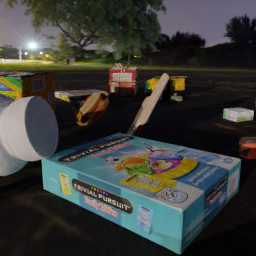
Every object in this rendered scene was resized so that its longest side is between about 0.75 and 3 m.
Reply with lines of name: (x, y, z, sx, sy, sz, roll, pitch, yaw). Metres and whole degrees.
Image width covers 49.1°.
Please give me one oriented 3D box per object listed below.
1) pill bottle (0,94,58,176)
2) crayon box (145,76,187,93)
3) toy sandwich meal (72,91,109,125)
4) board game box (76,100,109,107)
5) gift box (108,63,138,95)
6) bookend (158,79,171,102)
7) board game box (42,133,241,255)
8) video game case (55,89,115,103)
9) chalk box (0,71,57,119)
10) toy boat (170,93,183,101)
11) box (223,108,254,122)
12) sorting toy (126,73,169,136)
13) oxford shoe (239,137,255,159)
pill bottle: (-2.694, 0.194, 5.095, 2.629, 1.476, 1.476, -9, 12, 13)
crayon box: (2.225, -2.607, 17.123, 1.875, 0.769, 2.982, -2, 4, -8)
toy sandwich meal: (-1.358, -0.790, 9.968, 0.583, 1.703, 1.703, 43, -14, -35)
board game box: (-1.729, -1.229, 13.925, 1.535, 0.248, 0.922, 0, 11, 1)
gift box: (-0.360, -3.098, 17.831, 2.015, 1.859, 1.881, 7, 17, 7)
bookend: (1.878, -2.110, 15.447, 0.527, 1.137, 1.144, 11, 19, 32)
board game box: (0.213, 0.839, 5.071, 2.875, 0.675, 2.171, 11, 19, 37)
video game case: (-2.539, -1.915, 16.235, 2.739, 0.349, 2.475, -9, 17, -31)
chalk box: (-4.410, -1.107, 10.304, 2.944, 1.825, 1.838, 5, 17, 21)
toy boat: (2.648, -1.688, 15.329, 0.671, 0.371, 0.798, 0, 15, 2)
box: (4.280, -0.536, 10.858, 0.833, 0.403, 0.735, -6, 16, -23)
sorting toy: (0.390, -0.186, 7.601, 0.346, 2.350, 1.737, 29, -19, -3)
oxford shoe: (3.440, 0.411, 6.652, 1.512, 0.538, 0.548, 4, 43, 13)
